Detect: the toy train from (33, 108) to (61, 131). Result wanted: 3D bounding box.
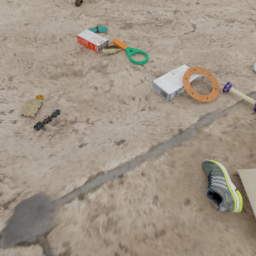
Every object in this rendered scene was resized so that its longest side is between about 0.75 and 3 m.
[{"bbox_3d":[-2.981,-0.338,10.339,0.279,0.208,1.217,25,55,34],"label":"toy train"}]

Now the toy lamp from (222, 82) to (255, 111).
[{"bbox_3d":[4.560,-1.156,10.792,1.848,0.538,0.538,37,60,26],"label":"toy lamp"}]

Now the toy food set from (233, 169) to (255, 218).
[{"bbox_3d":[4.239,2.151,8.078,1.718,0.723,2.394,-3,44,0],"label":"toy food set"}]

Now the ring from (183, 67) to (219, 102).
[{"bbox_3d":[2.889,-1.723,11.127,1.597,0.153,1.597,6,66,-14],"label":"ring"}]

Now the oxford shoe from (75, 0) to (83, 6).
[{"bbox_3d":[-2.746,-7.230,15.877,0.411,0.354,0.974,4,59,-7],"label":"oxford shoe"}]

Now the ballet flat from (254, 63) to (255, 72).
[{"bbox_3d":[6.614,-2.197,11.362,2.914,1.012,1.012,32,58,23],"label":"ballet flat"}]

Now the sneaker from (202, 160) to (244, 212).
[{"bbox_3d":[2.597,1.659,8.224,0.754,0.689,1.864,-4,37,-16],"label":"sneaker"}]

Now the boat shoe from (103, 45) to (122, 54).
[{"bbox_3d":[-0.751,-3.579,12.876,0.993,0.330,0.368,-12,49,-33],"label":"boat shoe"}]

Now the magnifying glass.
[{"bbox_3d":[0.084,-3.554,12.955,0.862,0.243,2.167,-35,61,-24],"label":"magnifying glass"}]

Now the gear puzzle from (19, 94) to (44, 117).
[{"bbox_3d":[-3.641,-0.867,10.805,0.660,0.167,1.275,8,48,9],"label":"gear puzzle"}]

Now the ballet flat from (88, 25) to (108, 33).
[{"bbox_3d":[-1.529,-4.941,14.020,1.041,0.353,0.392,-10,30,-6],"label":"ballet flat"}]

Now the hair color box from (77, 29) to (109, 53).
[{"bbox_3d":[-1.670,-4.119,13.252,1.409,0.431,0.715,33,58,25],"label":"hair color box"}]

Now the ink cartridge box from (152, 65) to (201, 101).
[{"bbox_3d":[1.979,-1.864,11.414,1.803,0.454,0.982,-31,57,-24],"label":"ink cartridge box"}]
